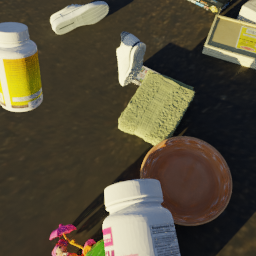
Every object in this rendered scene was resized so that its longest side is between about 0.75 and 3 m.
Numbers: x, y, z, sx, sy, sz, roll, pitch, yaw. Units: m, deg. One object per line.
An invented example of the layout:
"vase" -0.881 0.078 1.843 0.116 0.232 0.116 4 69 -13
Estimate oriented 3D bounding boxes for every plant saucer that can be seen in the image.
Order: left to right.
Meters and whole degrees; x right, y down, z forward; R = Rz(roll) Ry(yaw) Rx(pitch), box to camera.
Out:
"plant saucer" 1.414 1.286 6.978 2.232 0.418 2.232 0 63 0

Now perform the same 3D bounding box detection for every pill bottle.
"pill bottle" -1.656 -0.891 4.160 0.656 1.200 0.656 4 36 -3
"pill bottle" 0.275 2.442 5.617 1.472 1.472 2.597 -7 66 -4

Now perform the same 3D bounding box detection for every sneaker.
"sneaker" -1.747 -4.078 9.901 2.148 0.784 0.760 -24 67 -13
"sneaker" -0.008 -1.483 6.165 0.545 1.354 0.517 41 57 14

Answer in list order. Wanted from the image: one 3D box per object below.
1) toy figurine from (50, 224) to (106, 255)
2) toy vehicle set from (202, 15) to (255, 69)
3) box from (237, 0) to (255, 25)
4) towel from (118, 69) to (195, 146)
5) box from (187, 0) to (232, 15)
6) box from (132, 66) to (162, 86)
"toy figurine" -1.237 2.702 6.126 1.195 0.975 1.298 25 87 29
"toy vehicle set" 4.043 -2.823 9.419 2.709 0.359 1.683 20 62 11
"box" 4.896 -4.452 10.187 0.795 0.661 1.935 39 67 20
"towel" 0.836 -0.578 8.001 1.605 0.395 2.164 26 71 11
"box" 3.142 -5.018 10.696 1.470 0.338 1.168 35 66 18
"box" 0.623 -1.538 8.773 1.173 0.204 0.646 29 64 16
